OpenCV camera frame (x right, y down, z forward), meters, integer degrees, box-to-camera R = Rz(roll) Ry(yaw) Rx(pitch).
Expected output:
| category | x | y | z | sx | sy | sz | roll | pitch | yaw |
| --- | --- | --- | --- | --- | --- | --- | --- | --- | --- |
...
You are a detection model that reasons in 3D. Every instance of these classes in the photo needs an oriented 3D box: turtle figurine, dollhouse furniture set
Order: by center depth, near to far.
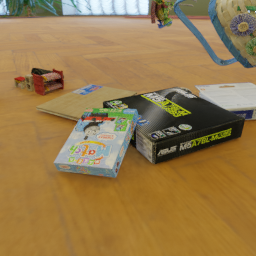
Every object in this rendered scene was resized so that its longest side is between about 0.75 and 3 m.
| category | x | y | z | sx | sy | sz | roll | pitch | yaw |
| --- | --- | --- | --- | --- | --- | --- | --- | --- | --- |
| turtle figurine | 1.464 | -4.851 | 10.324 | 1.872 | 1.815 | 1.347 | -29 | 12 | 39 |
| dollhouse furniture set | -3.606 | -1.972 | 11.261 | 1.928 | 0.784 | 1.038 | 18 | 32 | 32 |

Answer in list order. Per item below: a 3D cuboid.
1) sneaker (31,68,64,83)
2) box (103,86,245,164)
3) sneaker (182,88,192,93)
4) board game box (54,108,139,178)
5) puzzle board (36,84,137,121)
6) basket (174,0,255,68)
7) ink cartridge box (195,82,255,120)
| category | x | y | z | sx | sy | sz | roll | pitch | yaw |
| --- | --- | --- | --- | --- | --- | --- | --- | --- | --- |
| sneaker | -3.523 | -2.275 | 12.258 | 1.595 | 0.606 | 0.724 | 18 | 21 | 19 |
| box | 1.145 | -0.281 | 7.962 | 2.858 | 0.703 | 2.959 | -15 | 31 | -23 |
| sneaker | 1.796 | -1.331 | 10.448 | 1.138 | 0.427 | 0.461 | 2 | 18 | 3 |
| board game box | -0.669 | 0.252 | 6.525 | 1.413 | 0.342 | 1.868 | 3 | 45 | 20 |
| puzzle board | -1.321 | -0.910 | 9.759 | 2.200 | 0.254 | 2.919 | 14 | 29 | 28 |
| basket | 2.723 | -2.698 | 6.955 | 2.738 | 2.414 | 1.905 | 1 | 57 | 59 |
| ink cartridge box | 3.764 | -0.940 | 9.515 | 2.383 | 0.485 | 2.388 | -4 | 27 | -9 |
